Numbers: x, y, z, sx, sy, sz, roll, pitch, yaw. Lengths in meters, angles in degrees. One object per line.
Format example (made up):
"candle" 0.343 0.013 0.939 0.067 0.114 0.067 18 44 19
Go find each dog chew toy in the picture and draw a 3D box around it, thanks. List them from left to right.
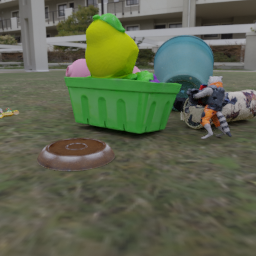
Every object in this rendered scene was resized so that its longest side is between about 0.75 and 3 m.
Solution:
"dog chew toy" -0.850 -1.743 10.533 2.963 1.845 1.845 13 7 -28

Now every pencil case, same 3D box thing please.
"pencil case" 2.880 -0.605 8.660 2.572 1.001 1.150 -9 -15 -29

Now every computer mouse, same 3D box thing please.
"computer mouse" 1.410 -0.841 9.125 1.621 0.475 0.276 8 43 1

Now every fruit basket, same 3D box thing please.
"fruit basket" -0.249 -1.473 7.778 3.174 3.174 2.289 10 10 35

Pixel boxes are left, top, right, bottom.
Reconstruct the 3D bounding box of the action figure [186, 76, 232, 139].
"action figure" 2.304 -0.550 7.109 1.621 1.568 0.848 -3 0 -35

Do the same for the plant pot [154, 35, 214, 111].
"plant pot" 2.194 -1.990 11.082 2.517 2.517 2.365 2 42 9

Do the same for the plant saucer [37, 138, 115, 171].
"plant saucer" -1.083 0.488 5.916 1.614 0.259 1.614 1 15 0

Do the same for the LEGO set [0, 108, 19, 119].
"LEGO set" -3.905 -0.450 8.518 1.057 0.393 0.486 -27 -7 -23
